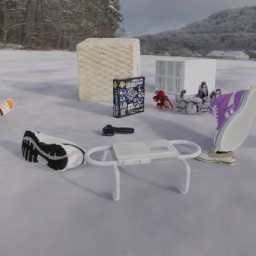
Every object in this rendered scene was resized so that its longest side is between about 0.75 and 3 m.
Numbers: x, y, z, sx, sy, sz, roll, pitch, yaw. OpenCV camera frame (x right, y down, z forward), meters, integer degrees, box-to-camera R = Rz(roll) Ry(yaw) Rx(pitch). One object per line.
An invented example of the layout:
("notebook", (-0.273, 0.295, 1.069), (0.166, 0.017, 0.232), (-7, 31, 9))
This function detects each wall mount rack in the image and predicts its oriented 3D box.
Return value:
("wall mount rack", (0.240, 0.669, 5.841), (2.302, 0.858, 2.000), (-3, 21, -11))

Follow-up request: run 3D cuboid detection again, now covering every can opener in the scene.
("can opener", (-0.299, 0.090, 8.641), (1.010, 0.397, 0.320), (1, -22, -8))

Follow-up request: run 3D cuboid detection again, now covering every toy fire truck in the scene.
("toy fire truck", (1.494, -1.172, 11.644), (0.493, 0.879, 0.738), (-44, 31, -18))

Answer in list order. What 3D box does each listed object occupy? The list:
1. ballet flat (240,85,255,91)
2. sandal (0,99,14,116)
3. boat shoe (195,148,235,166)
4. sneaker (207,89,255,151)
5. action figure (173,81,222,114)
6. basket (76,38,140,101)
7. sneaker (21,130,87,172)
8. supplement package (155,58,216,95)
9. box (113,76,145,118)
("ballet flat", (6.271, -1.892, 14.476), (1.849, 0.620, 0.618), (-6, 18, -19))
("sandal", (-4.640, -0.612, 10.166), (1.178, 0.451, 0.338), (-39, 25, -20))
("boat shoe", (2.059, 0.635, 6.668), (0.941, 0.322, 0.352), (7, 18, 23))
("sneaker", (2.717, -0.205, 7.933), (1.303, 0.828, 2.285), (2, 42, 48))
("action figure", (2.969, -1.182, 11.646), (1.828, 0.974, 2.809), (17, 27, 29))
("basket", (-0.957, -2.949, 14.045), (2.963, 2.937, 2.383), (2, 19, 7))
("sneaker", (-1.792, 0.543, 6.618), (1.994, 0.735, 0.798), (18, 10, 37))
("supplement package", (3.237, -3.002, 15.995), (2.390, 1.838, 2.499), (-10, 18, -30))
("box", (0.058, -1.226, 10.841), (1.464, 1.453, 0.364), (-17, 23, -42))
